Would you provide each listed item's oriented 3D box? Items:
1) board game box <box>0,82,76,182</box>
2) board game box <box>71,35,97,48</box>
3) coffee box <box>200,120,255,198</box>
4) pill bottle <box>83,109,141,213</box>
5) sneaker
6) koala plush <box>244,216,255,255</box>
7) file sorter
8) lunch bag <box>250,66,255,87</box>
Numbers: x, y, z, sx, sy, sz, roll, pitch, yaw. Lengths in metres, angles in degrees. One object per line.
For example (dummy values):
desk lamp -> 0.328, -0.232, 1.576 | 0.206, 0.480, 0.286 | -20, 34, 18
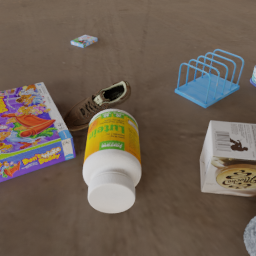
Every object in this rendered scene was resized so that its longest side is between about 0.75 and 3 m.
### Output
board game box -> -2.693, -0.059, 7.048 | 1.913, 0.637, 2.845 | -18, 41, -20
board game box -> -1.910, -3.801, 12.242 | 0.713, 0.172, 0.943 | 23, 43, 27
coffee box -> 2.666, 0.675, 5.439 | 2.294, 1.297, 0.916 | 5, 49, 7
pill bottle -> -0.315, 0.629, 5.777 | 1.147, 1.147, 2.065 | -1, 38, -1
sneaker -> -0.833, -0.655, 7.186 | 1.999, 0.755, 0.704 | -33, 78, -7
koala plush -> 3.452, 1.889, 3.377 | 2.539, 2.631, 2.863 | -11, 51, -12
file sorter -> 2.548, -1.622, 8.723 | 1.767, 1.084, 1.226 | -28, 45, -30
lunch bag -> 5.039, -1.618, 8.960 | 1.869, 0.771, 1.502 | -15, 42, -18
